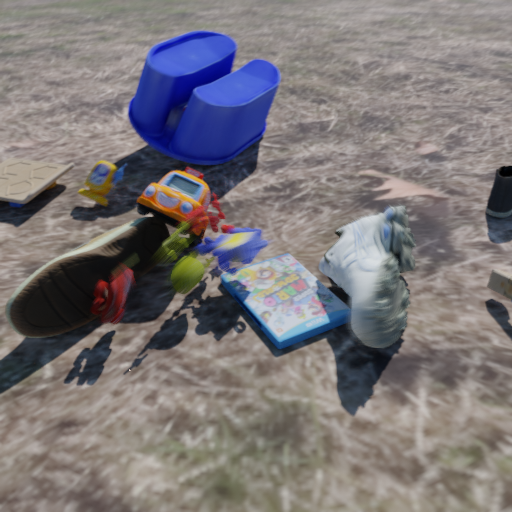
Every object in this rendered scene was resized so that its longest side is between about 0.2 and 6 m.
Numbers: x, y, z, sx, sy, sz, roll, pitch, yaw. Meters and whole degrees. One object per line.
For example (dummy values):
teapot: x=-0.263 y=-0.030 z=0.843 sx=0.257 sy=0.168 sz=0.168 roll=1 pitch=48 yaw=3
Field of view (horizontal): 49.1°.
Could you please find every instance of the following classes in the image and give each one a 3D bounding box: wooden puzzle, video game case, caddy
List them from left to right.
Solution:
wooden puzzle: x=-5.596 y=-1.692 z=13.178 sx=2.071 sy=0.479 sz=1.918 roll=5 pitch=33 yaw=16
caddy: x=-1.388 y=-4.156 z=15.229 sx=3.186 sy=2.365 sz=4.507 roll=34 pitch=42 yaw=9
video game case: x=0.490 y=0.708 z=9.772 sx=1.489 sy=0.185 sz=2.081 roll=-17 pitch=37 yaw=-24

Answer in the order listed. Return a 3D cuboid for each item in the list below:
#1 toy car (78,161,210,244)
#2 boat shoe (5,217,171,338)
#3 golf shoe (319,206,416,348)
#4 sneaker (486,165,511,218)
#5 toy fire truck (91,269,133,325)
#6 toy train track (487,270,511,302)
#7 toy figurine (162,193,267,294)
toy car: x=-2.417 y=-1.477 z=11.315 sx=3.827 sy=1.877 sz=1.273 roll=23 pitch=84 yaw=26
boat shoe: x=-2.962 y=0.333 z=9.713 sx=1.256 sy=1.182 sz=3.299 roll=1 pitch=25 yaw=38
golf shoe: x=1.803 y=0.404 z=9.610 sx=1.577 sy=1.270 sz=3.243 roll=-8 pitch=29 yaw=25
sneaker: x=5.773 y=-1.677 z=12.605 sx=0.714 sy=1.013 sz=1.908 roll=19 pitch=38 yaw=26
toy fire truck: x=-2.229 y=0.663 z=8.935 sx=0.452 sy=0.806 sz=0.677 roll=25 pitch=31 yaw=11
toy train track: x=4.743 y=0.866 z=8.586 sx=0.476 sy=1.678 sz=2.925 roll=7 pitch=16 yaw=-21
toy figurine: x=-0.480 y=-0.232 z=9.644 sx=1.286 sy=1.132 sz=2.146 roll=2 pitch=29 yaw=23
